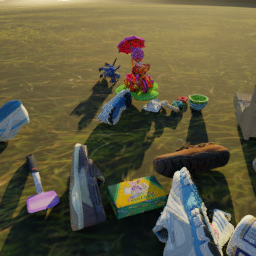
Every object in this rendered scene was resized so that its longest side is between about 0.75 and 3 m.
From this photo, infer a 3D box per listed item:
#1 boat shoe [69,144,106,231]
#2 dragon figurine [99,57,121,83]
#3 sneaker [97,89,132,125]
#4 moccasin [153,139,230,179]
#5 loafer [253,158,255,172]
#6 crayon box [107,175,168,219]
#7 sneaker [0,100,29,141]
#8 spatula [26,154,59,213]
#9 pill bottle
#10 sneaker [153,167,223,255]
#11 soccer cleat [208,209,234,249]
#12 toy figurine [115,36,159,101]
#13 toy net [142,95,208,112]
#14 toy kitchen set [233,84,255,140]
[{"bbox_3d":[-1.090,1.456,7.497,0.912,1.012,2.815,2,31,-11],"label":"boat shoe"},{"bbox_3d":[-0.789,-3.173,15.587,1.276,0.756,2.568,12,33,20],"label":"dragon figurine"},{"bbox_3d":[-0.590,-0.932,11.603,0.921,0.796,2.124,0,35,35],"label":"sneaker"},{"bbox_3d":[1.857,0.874,8.488,2.508,0.917,0.968,-14,30,-20],"label":"moccasin"},{"bbox_3d":[4.896,1.345,7.542,1.132,1.022,2.992,-23,36,-34],"label":"loafer"},{"bbox_3d":[0.227,1.790,7.377,1.406,0.410,0.835,-10,32,-20],"label":"crayon box"},{"bbox_3d":[-4.564,0.123,9.840,0.945,0.998,2.471,28,60,36],"label":"sneaker"},{"bbox_3d":[-2.629,1.473,8.083,0.803,0.292,2.842,-11,32,-22],"label":"spatula"},{"bbox_3d":[2.966,2.595,5.459,0.988,0.988,1.778,-26,39,-37],"label":"pill bottle"},{"bbox_3d":[1.160,1.971,6.572,1.292,1.118,2.982,-29,13,14],"label":"sneaker"},{"bbox_3d":[2.103,2.375,6.339,0.591,0.478,1.369,8,31,15],"label":"soccer cleat"},{"bbox_3d":[0.339,-2.798,12.560,2.060,2.526,2.744,-16,27,-13],"label":"toy figurine"},{"bbox_3d":[2.032,-1.218,12.439,2.828,0.546,1.484,-1,31,-1],"label":"toy net"},{"bbox_3d":[5.526,-1.200,10.413,2.289,2.531,2.805,5,35,7],"label":"toy kitchen set"}]
